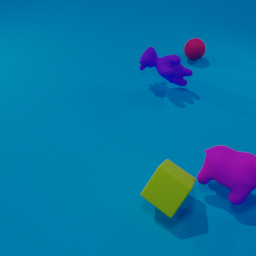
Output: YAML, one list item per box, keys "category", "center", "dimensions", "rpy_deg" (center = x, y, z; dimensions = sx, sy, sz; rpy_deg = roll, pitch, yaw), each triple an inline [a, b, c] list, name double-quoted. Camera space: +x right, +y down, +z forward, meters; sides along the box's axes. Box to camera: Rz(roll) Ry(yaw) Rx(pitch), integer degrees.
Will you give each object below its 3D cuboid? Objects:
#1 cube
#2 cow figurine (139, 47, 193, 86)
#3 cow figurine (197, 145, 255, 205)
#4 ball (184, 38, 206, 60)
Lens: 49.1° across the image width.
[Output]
- category: "cube"
  center: [0.832, 1.195, 5.678]
  dimensions: [0.744, 0.744, 0.744]
  rpy_deg: [35, 15, 14]
- category: "cow figurine"
  center: [1.068, -1.849, 8.440]
  dimensions: [1.401, 1.424, 0.782]
  rpy_deg: [27, 87, 53]
- category: "cow figurine"
  center: [2.349, 0.740, 5.524]
  dimensions: [1.675, 1.648, 0.919]
  rpy_deg: [30, 38, 16]
- category: "ball"
  center: [2.333, -2.752, 9.788]
  dimensions: [0.735, 0.735, 0.735]
  rpy_deg: [0, 47, 0]
